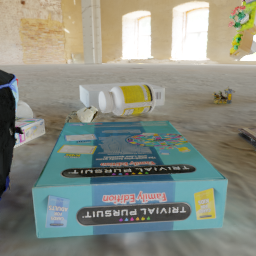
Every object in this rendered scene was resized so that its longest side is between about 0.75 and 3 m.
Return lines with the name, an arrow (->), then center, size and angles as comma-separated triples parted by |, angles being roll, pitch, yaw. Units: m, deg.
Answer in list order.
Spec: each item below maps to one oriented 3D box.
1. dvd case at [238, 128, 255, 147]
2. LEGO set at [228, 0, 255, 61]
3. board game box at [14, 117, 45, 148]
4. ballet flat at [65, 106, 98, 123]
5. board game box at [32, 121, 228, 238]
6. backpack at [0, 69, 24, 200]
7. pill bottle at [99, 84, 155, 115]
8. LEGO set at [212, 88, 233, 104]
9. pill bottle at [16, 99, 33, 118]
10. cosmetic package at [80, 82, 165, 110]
dvd case -> 3.704, 0.287, 5.769 | 2.262, 0.181, 1.682 | -1, 16, -1
LEGO set -> 2.662, -2.833, 5.617 | 1.056, 2.837, 1.305 | 34, 11, -35
board game box -> -2.963, 0.177, 5.802 | 1.452, 0.370, 2.160 | 4, 16, 17
ballet flat -> -1.073, -0.294, 6.947 | 0.630, 0.567, 1.672 | -39, 7, 13
board game box -> -0.074, 0.502, 4.130 | 1.991, 0.619, 2.637 | -1, 15, -5
backpack -> -2.631, 0.021, 3.411 | 2.605, 1.920, 2.853 | -4, 17, -13
pill bottle -> -0.041, -0.857, 8.610 | 1.601, 0.891, 0.891 | -7, 17, -24
LEGO set -> 3.649, -1.305, 10.761 | 0.811, 0.611, 1.054 | 7, 17, 24
pill bottle -> -3.000, -0.433, 7.494 | 0.663, 0.663, 1.166 | -11, 19, -35
cosmetic package -> -0.295, -1.235, 10.328 | 2.711, 0.700, 2.044 | -5, 18, -16
